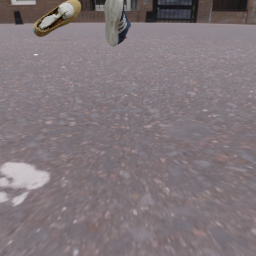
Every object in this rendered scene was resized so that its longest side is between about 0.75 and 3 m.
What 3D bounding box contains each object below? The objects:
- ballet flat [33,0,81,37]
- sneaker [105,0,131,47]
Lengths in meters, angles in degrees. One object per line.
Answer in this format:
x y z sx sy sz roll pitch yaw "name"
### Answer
-2.245 -3.588 9.078 1.863 0.640 0.587 -42 13 -10 "ballet flat"
-0.245 -3.352 8.535 0.762 1.804 0.676 -31 70 -24 "sneaker"
